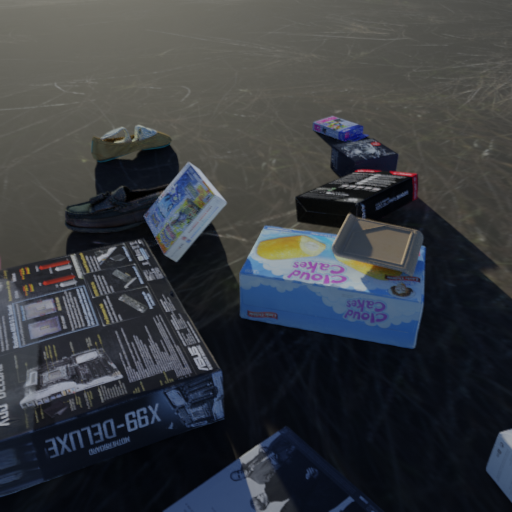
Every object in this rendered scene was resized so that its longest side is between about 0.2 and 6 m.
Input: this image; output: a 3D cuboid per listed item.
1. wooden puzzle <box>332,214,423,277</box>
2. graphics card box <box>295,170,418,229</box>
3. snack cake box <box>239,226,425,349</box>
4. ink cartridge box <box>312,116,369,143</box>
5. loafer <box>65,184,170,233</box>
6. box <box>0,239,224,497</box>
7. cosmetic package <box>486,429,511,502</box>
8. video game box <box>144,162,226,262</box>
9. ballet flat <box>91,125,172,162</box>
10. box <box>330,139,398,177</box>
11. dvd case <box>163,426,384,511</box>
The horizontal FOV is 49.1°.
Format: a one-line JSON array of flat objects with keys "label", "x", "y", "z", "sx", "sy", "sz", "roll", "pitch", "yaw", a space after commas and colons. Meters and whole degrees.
[{"label": "wooden puzzle", "x": 1.806, "y": -0.158, "z": 8.282, "sx": 1.195, "sy": 0.223, "sz": 1.106, "roll": 18, "pitch": 39, "yaw": 14}, {"label": "graphics card box", "x": 1.956, "y": -1.115, "z": 10.692, "sx": 1.400, "sy": 0.568, "sz": 2.232, "roll": 12, "pitch": 26, "yaw": 40}, {"label": "snack cake box", "x": 1.168, "y": 0.401, "z": 8.439, "sx": 2.573, "sy": 0.865, "sz": 1.480, "roll": 8, "pitch": 32, "yaw": 13}, {"label": "ink cartridge box", "x": 2.252, "y": -3.376, "z": 14.925, "sx": 0.797, "sy": 0.280, "sz": 1.336, "roll": -25, "pitch": 42, "yaw": -33}, {"label": "loafer", "x": -2.295, "y": -1.071, "z": 10.738, "sx": 2.746, "sy": 0.864, "sz": 0.987, "roll": -6, "pitch": 32, "yaw": -9}, {"label": "box", "x": -2.249, "y": 1.126, "z": 7.323, "sx": 2.646, "sy": 0.835, "sz": 3.356, "roll": -15, "pitch": 35, "yaw": -22}, {"label": "cosmetic package", "x": 3.137, "y": 2.413, "z": 5.486, "sx": 0.835, "sy": 0.658, "sz": 1.552, "roll": -9, "pitch": 34, "yaw": -15}, {"label": "video game box", "x": -1.290, "y": -0.803, "z": 9.819, "sx": 0.345, "sy": 1.344, "sz": 1.475, "roll": 32, "pitch": 12, "yaw": -38}, {"label": "ballet flat", "x": -3.005, "y": -2.838, "z": 13.672, "sx": 2.111, "sy": 0.665, "sz": 0.724, "roll": -24, "pitch": 33, "yaw": -32}, {"label": "box", "x": 2.430, "y": -2.142, "z": 12.668, "sx": 1.140, "sy": 0.594, "sz": 1.038, "roll": -13, "pitch": 36, "yaw": -19}, {"label": "dvd case", "x": 0.070, "y": 2.658, "z": 5.494, "sx": 1.970, "sy": 0.244, "sz": 1.480, "roll": -25, "pitch": 40, "yaw": -33}]
